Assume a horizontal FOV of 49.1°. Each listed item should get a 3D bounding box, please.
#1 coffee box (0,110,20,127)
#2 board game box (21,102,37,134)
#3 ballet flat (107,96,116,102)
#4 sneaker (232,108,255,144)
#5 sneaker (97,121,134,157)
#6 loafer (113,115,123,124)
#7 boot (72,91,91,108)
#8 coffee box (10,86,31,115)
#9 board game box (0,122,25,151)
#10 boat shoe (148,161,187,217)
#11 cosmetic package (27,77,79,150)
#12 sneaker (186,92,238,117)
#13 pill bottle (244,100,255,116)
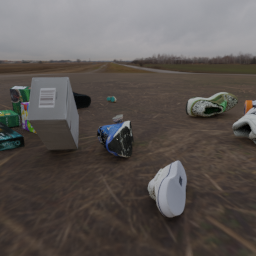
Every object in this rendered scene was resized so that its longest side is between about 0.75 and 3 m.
[{"bbox_3d":[-5.319,-0.269,10.424,2.204,0.485,1.355,-9,16,-33],"label":"coffee box"},{"bbox_3d":[-2.798,-0.350,9.728,1.907,0.982,1.000,13,19,43],"label":"board game box"},{"bbox_3d":[-0.889,-1.686,16.488,0.360,0.360,1.036,-8,16,-29],"label":"ballet flat"},{"bbox_3d":[4.250,0.174,7.988,1.137,1.054,2.805,-21,19,-20],"label":"sneaker"},{"bbox_3d":[-0.385,0.335,7.712,0.959,0.845,2.152,-10,7,6],"label":"sneaker"},{"bbox_3d":[-0.276,-0.248,8.555,0.281,0.246,0.782,-10,9,10],"label":"loafer"},{"bbox_3d":[-3.410,-1.551,14.576,2.017,0.917,2.401,17,15,41],"label":"boot"},{"bbox_3d":[-3.980,-1.138,12.015,2.016,1.240,0.443,5,24,8],"label":"coffee box"},{"bbox_3d":[-4.414,0.274,8.546,1.669,0.347,2.467,-11,18,-37],"label":"board game box"},{"bbox_3d":[0.661,1.095,5.052,0.587,0.596,1.680,-24,10,20],"label":"boat shoe"},{"bbox_3d":[-1.806,-0.276,7.137,0.961,1.138,2.131,-2,-20,-1],"label":"cosmetic package"},{"bbox_3d":[3.886,-0.859,12.262,2.635,1.013,1.167,-13,28,-20],"label":"sneaker"},{"bbox_3d":[5.582,-0.664,10.798,2.031,1.079,1.079,4,15,16],"label":"pill bottle"}]
